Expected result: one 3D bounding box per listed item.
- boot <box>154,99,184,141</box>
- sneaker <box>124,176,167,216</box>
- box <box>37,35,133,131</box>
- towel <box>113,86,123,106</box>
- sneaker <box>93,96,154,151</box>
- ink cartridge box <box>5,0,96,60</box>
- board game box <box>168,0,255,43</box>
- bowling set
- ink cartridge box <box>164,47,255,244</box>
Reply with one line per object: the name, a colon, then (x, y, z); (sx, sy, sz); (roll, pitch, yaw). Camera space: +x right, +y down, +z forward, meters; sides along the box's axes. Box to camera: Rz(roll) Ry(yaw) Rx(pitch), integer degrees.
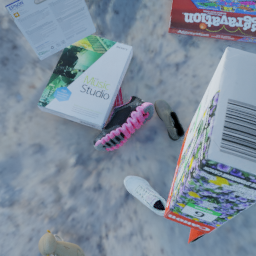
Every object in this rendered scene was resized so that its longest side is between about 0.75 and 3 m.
boot: (1.034, -0.278, 6.747); (0.398, 0.767, 1.174); (-23, 77, -6)
sneaker: (0.448, 1.500, 6.384); (1.259, 0.627, 0.471); (36, 80, 10)
box: (-1.020, -1.263, 7.087); (1.682, 0.423, 2.330); (17, 71, 5)
towel: (-0.558, -0.828, 7.236); (0.818, 0.092, 0.592); (-7, 77, -2)
sneaker: (-0.208, -0.149, 6.876); (1.737, 0.686, 0.829); (-39, 58, -10)
ink cartridge box: (-1.522, -2.277, 5.765); (1.427, 1.453, 0.315); (-28, 58, -4)
board game box: (2.670, -3.175, 7.720); (2.960, 0.288, 1.524); (7, 77, 2)
bowling set: (-1.759, 3.495, 5.293); (1.746, 1.346, 2.508); (-27, 45, 11)
ink cartridge box: (1.049, 0.505, 3.805); (0.698, 2.773, 1.511); (18, 58, 6)
